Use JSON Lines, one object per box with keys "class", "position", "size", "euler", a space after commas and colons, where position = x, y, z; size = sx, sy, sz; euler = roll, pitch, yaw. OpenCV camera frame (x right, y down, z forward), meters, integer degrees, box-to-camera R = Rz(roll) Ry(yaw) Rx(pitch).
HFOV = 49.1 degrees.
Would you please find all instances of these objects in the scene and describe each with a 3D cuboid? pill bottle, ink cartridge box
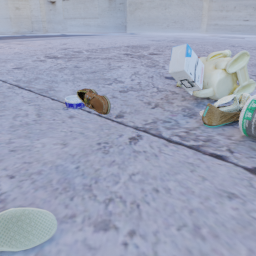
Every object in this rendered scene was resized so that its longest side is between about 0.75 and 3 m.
{"class": "pill bottle", "position": [4.337, -0.063, 7.533], "size": [1.288, 1.288, 2.278], "euler": [-17, 27, -34]}
{"class": "ink cartridge box", "position": [2.286, -2.099, 10.373], "size": [0.641, 1.095, 1.888], "euler": [-4, -22, 38]}

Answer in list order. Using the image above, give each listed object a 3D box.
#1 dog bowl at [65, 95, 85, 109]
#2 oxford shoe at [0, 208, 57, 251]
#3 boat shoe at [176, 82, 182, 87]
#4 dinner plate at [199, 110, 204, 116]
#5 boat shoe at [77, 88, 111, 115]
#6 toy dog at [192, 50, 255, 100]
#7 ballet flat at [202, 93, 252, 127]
{"class": "dog bowl", "position": [-2.064, -1.033, 11.069], "size": [0.816, 0.321, 0.816], "euler": [0, 23, 0]}
{"class": "oxford shoe", "position": [-2.041, 1.670, 4.445], "size": [1.769, 0.665, 0.511], "euler": [-8, -13, -22]}
{"class": "boat shoe", "position": [2.811, -2.298, 14.059], "size": [0.991, 0.312, 0.361], "euler": [-17, 28, -35]}
{"class": "dinner plate", "position": [3.239, -0.534, 10.141], "size": [1.262, 0.153, 1.262], "euler": [1, 22, 0]}
{"class": "boat shoe", "position": [-0.899, -0.657, 7.054], "size": [0.459, 0.486, 1.351], "euler": [1, 18, -33]}
{"class": "toy dog", "position": [3.758, -2.266, 12.467], "size": [2.740, 1.972, 2.826], "euler": [-39, 31, 0]}
{"class": "ballet flat", "position": [3.640, -0.677, 9.435], "size": [2.608, 0.943, 0.884], "euler": [-8, 25, -19]}
